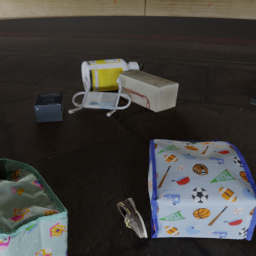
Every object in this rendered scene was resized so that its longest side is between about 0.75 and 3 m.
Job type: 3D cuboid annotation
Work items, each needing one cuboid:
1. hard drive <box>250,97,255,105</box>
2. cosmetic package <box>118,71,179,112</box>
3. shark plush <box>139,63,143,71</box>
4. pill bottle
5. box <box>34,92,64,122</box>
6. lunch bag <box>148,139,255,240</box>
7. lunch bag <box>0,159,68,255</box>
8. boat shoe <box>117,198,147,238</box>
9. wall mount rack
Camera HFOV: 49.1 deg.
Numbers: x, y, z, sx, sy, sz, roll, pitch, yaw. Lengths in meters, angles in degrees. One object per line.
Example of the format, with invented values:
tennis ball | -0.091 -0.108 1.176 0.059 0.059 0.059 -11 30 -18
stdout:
hard drive | 6.829 -1.058 12.819 1.339 0.315 1.918 -11 30 -21
cosmetic package | 0.888 -1.817 13.303 1.395 1.177 2.699 -16 31 -36
shark plush | 0.415 -3.422 16.555 1.100 1.009 2.422 22 35 36
pill bottle | -0.912 -2.802 14.759 2.853 1.598 1.598 -8 29 -15
box | -3.356 -0.918 12.074 1.058 0.763 1.425 -4 28 -7
lunch bag | 1.660 1.278 6.995 2.310 1.683 2.717 0 36 2
lunch bag | -2.210 1.900 5.403 1.428 1.996 2.343 -13 29 -38
boat shoe | 0.089 2.145 6.642 0.379 0.458 1.275 -12 26 -14
wall mount rack | -1.360 -1.241 12.485 2.825 1.053 2.454 4 52 10
